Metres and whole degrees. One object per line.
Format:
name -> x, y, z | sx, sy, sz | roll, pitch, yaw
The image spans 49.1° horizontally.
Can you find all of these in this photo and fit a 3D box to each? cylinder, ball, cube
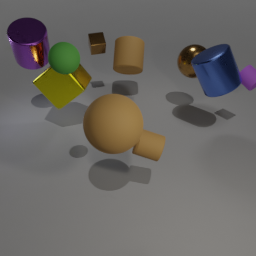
cylinder -> -3.749, -3.212, 10.745 | 1.400, 1.400, 1.400 | 4, 63, -7
cylinder -> 0.040, -3.367, 13.130 | 1.400, 1.400, 1.400 | 4, -6, 0
ball -> -0.341, -0.093, 6.525 | 1.400, 1.400, 1.400 | 0, 32, 0
ball -> -1.413, -1.546, 6.210 | 0.700, 0.700, 0.700 | 0, 32, 0
cube -> -2.450, -1.826, 10.695 | 1.400, 1.400, 1.400 | -33, 21, 21
ball -> 2.782, -2.805, 11.815 | 1.400, 1.400, 1.400 | 0, 32, 0
cube -> -1.441, -3.921, 13.012 | 0.700, 0.700, 0.700 | -11, 69, -11
cylinder -> 4.582, -1.881, 10.515 | 0.700, 0.700, 0.700 | -24, 65, -33
cylinder -> 3.178, -2.053, 10.057 | 1.400, 1.400, 1.400 | -26, 23, 12
cylinder -> 0.542, 0.444, 7.350 | 0.700, 0.700, 0.700 | 18, 33, -2
